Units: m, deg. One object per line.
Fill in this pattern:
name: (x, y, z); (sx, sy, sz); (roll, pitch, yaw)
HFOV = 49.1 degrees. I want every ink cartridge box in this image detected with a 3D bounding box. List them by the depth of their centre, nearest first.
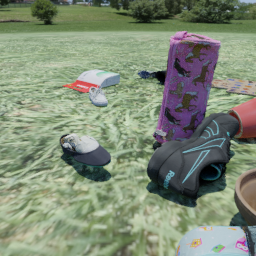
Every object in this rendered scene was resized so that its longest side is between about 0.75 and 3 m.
ink cartridge box: (-1.774, -2.323, 13.524); (1.791, 0.557, 2.226); (19, 28, 39)

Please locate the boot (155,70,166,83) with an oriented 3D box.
boot: (2.313, -2.847, 14.495); (2.538, 0.833, 2.092); (-25, 31, -37)

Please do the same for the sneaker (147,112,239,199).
sneaker: (1.770, 0.606, 6.250); (2.967, 1.119, 1.176); (-29, 45, -34)

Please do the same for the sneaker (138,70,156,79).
sneaker: (1.053, -2.841, 14.967); (1.118, 0.431, 0.476); (3, 12, -12)

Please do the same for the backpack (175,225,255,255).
backpack: (1.220, 1.753, 2.973); (1.498, 1.317, 1.148); (2, 19, 15)

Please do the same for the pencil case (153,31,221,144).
pencil case: (1.422, -0.877, 7.007); (1.206, 2.912, 1.260); (17, 25, 21)

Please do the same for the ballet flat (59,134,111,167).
ballet flat: (-1.077, 0.444, 6.478); (0.643, 0.643, 1.760); (-19, 20, -37)

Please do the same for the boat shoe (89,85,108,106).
boat shoe: (-1.190, -1.342, 11.040); (0.557, 0.643, 1.507); (-8, 25, -19)

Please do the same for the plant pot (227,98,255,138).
plant pot: (3.492, -0.241, 7.996); (1.060, 1.198, 1.198); (-14, 25, -8)

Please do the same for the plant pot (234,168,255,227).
plant pot: (2.571, 1.412, 4.348); (1.830, 0.845, 1.830); (0, 24, 0)

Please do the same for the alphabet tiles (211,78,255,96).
alphabet tiles: (5.367, -1.929, 13.115); (2.980, 0.112, 2.491); (13, 27, 28)
